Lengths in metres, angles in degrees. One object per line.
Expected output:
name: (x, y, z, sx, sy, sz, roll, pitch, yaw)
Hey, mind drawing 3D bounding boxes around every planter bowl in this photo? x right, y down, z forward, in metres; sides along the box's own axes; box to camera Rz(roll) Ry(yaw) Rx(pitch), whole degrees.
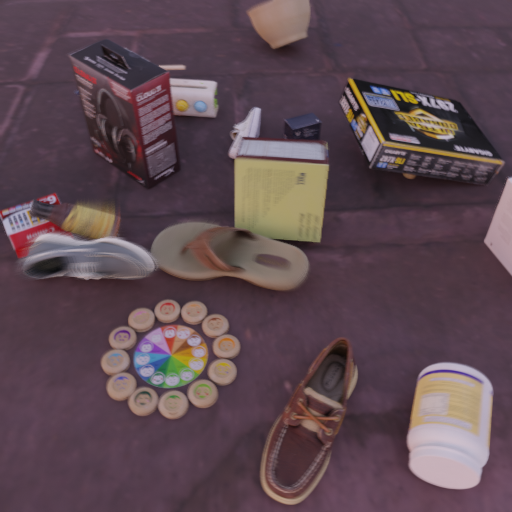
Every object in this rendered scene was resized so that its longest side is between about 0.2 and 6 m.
planter bowl: (0.794, -6.828, 16.425, 1.809, 1.217, 1.809, -17, 17, 5)

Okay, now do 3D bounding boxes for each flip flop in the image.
flip flop: (-0.524, -0.077, 10.488, 3.007, 0.866, 1.219, 12, 67, 13)

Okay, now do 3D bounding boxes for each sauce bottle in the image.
sauce bottle: (-3.586, -0.715, 11.135, 1.703, 0.562, 0.562, 13, 45, -17)

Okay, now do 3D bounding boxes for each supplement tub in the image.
supplement tub: (2.847, 2.479, 8.237, 1.102, 1.102, 1.516, 15, 49, 13)

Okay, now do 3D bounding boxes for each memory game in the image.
memory game: (-1.453, 1.686, 9.607, 2.383, 0.152, 2.383, 0, 48, 0)

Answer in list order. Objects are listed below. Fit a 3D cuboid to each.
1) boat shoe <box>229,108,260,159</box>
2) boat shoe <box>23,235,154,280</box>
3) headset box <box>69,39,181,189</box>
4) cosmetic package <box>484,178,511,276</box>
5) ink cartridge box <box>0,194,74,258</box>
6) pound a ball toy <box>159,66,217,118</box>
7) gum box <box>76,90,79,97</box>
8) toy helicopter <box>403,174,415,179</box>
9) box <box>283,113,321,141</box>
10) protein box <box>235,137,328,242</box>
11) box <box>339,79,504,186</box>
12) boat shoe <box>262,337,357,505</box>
boat shoe: (-0.290, -2.971, 13.574, 0.628, 0.638, 1.799, 9, 55, 5)
boat shoe: (-3.158, 0.195, 10.436, 2.575, 0.937, 0.795, 7, 45, 17)
headset box: (-2.828, -3.198, 12.252, 2.095, 2.815, 1.087, 34, 57, 26)
cosmetic package: (5.223, -0.132, 10.213, 0.585, 1.708, 2.265, -13, 49, -12)
ink cartridge box: (-4.481, -0.621, 11.476, 1.186, 0.497, 1.041, -23, 53, -20)
pound a ball toy: (-1.987, -4.172, 14.218, 1.898, 1.238, 0.806, 5, 47, 3)
gum box: (-3.743, -4.417, 14.707, 1.575, 0.351, 1.339, 30, 79, 25)
toy helicopter: (3.517, -2.167, 12.913, 0.809, 0.483, 1.224, 9, 45, -6)
box: (1.089, -2.906, 13.372, 0.768, 0.781, 0.459, -18, 50, -16)
protein box: (0.495, -1.336, 11.170, 1.723, 1.710, 1.162, 4, 33, 4)
box: (3.681, -2.832, 12.754, 3.133, 0.773, 2.501, 5, 44, -19)
boat shoe: (0.866, 2.351, 8.447, 0.962, 0.960, 2.667, 23, 52, 20)
